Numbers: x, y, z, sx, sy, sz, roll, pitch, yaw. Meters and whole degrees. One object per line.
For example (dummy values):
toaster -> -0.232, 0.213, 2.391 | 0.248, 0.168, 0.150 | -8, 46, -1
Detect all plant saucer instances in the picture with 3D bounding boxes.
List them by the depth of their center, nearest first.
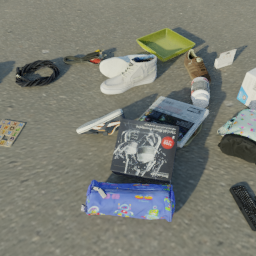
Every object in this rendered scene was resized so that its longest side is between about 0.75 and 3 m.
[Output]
plant saucer -> 2.071, -4.578, 15.664 | 2.400, 0.575, 2.397 | -28, 52, -25

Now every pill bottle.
pill bottle -> 3.264, -1.589, 12.645 | 0.801, 0.801, 1.407 | 7, 46, 7

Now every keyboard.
keyboard -> 4.026, 2.493, 9.092 | 0.822, 0.313, 1.580 | -11, 48, -10

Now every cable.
cable -> -4.492, -2.696, 13.886 | 2.171, 0.551, 1.771 | -7, 47, -7
cable -> -2.246, -3.563, 14.951 | 2.303, 0.580, 1.118 | -15, 64, 2

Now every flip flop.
flip flop -> 2.494, 0.032, 11.300 | 0.709, 0.503, 1.748 | 26, 52, 23

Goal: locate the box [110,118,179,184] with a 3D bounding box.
box -> 0.622, 0.809, 9.633 | 2.041, 1.063, 1.859 | 8, 75, 10

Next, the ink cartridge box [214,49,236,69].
ink cartridge box -> 5.028, -3.623, 14.505 | 1.057, 0.931, 0.236 | -19, 49, -18

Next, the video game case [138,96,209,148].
video game case -> 1.714, -0.341, 11.405 | 2.351, 0.275, 2.137 | 22, 54, 35

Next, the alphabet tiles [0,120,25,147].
alphabet tiles -> -5.246, 0.153, 11.497 | 1.597, 0.060, 1.335 | 9, 47, 8

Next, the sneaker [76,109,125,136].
sneaker -> -1.027, -0.024, 11.137 | 1.995, 0.792, 0.783 | -22, 15, 6

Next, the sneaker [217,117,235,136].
sneaker -> 4.064, -0.088, 11.428 | 1.124, 0.485, 0.436 | -34, 55, -28

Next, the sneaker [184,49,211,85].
sneaker -> 3.440, -3.048, 13.988 | 0.821, 0.881, 2.331 | -14, 47, -13

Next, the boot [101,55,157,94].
boot -> 0.040, -2.642, 13.234 | 2.934, 1.402, 1.079 | -21, 50, -19

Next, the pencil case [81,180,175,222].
pencil case -> 0.051, 2.217, 8.689 | 2.847, 1.236, 1.111 | 4, 53, 2

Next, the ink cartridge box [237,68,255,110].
ink cartridge box -> 6.101, -1.237, 11.805 | 0.894, 1.529, 2.636 | -26, 53, -23

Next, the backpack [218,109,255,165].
backpack -> 4.547, 0.242, 10.581 | 1.673, 1.269, 2.005 | 25, 50, 24

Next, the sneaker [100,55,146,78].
sneaker -> -0.140, -3.256, 14.275 | 2.819, 1.061, 1.247 | -10, 34, -16
